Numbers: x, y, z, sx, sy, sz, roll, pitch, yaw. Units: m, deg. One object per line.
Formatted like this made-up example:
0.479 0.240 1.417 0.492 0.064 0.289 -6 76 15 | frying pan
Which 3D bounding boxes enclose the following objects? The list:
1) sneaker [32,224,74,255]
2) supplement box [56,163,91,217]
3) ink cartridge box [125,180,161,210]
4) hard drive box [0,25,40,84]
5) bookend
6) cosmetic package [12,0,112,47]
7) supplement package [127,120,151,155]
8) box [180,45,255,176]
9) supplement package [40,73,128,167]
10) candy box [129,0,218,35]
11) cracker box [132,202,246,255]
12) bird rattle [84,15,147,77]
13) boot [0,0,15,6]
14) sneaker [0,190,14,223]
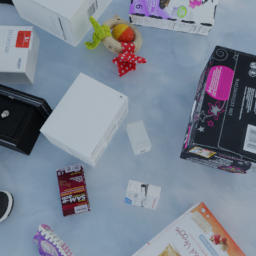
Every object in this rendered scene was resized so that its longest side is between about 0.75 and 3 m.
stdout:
-1.978 3.133 7.264 1.316 0.529 0.582 39 82 17 | sneaker
-1.518 1.719 7.769 0.717 0.401 1.318 -13 73 -4 | supplement box
0.389 1.767 7.370 0.858 0.620 0.361 13 45 5 | ink cartridge box
-4.103 -2.347 8.930 2.183 0.838 1.701 1 72 0 | hard drive box
-4.039 0.251 7.776 2.897 1.343 2.916 19 73 6 | bookend
-2.146 -4.449 9.305 2.394 1.471 2.386 31 74 8 | cosmetic package
0.311 0.283 8.211 0.497 0.496 0.848 -17 72 -6 | supplement package
2.842 -0.413 7.819 1.957 1.699 2.962 16 73 4 | box
-1.169 -0.222 8.043 1.591 1.133 2.043 28 73 9 | supplement package
1.572 -4.521 9.244 2.748 0.983 2.305 10 91 4 | candy box
1.362 3.420 6.978 2.722 0.785 1.823 -36 75 -11 | cracker box
-0.241 -2.858 9.007 2.235 1.259 1.822 31 57 7 | bird rattle
-4.141 -5.048 9.979 1.589 0.598 1.188 10 71 4 | boot
-4.407 2.170 7.232 2.694 1.116 0.966 -9 71 -3 | sneaker
